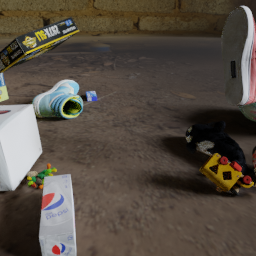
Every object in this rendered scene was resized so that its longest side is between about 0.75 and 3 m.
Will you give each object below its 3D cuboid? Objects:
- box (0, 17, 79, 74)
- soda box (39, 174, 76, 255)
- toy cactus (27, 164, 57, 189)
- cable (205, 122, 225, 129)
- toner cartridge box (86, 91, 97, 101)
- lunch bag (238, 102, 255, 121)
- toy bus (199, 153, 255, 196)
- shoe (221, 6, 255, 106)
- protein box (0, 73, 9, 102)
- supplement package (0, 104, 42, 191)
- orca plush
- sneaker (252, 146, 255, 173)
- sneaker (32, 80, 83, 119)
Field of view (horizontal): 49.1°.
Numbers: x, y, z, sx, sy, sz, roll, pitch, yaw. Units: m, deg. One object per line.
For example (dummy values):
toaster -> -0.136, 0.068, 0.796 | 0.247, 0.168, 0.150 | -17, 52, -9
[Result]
box -> -2.872, -2.604, 8.780 | 1.808, 0.559, 2.265 | -15, 21, 43
soda box -> -1.401, 1.709, 5.651 | 0.605, 0.651, 1.906 | -5, 24, -11
toy cactus -> -2.306, 1.214, 7.204 | 0.767, 0.475, 0.929 | 2, 30, 30
cable -> 3.246, -0.041, 10.379 | 0.769, 0.195, 0.627 | -4, 23, -10
toner cartridge box -> -1.842, -1.599, 14.028 | 0.484, 0.220, 1.019 | -5, 23, -11
lunch bag -> 5.736, -0.838, 10.440 | 2.707, 1.650, 2.306 | -11, 26, -38
toy bus -> 2.364, 1.221, 6.727 | 0.696, 1.271, 1.347 | -49, 32, -1
shoe -> 2.937, -1.707, 6.782 | 1.042, 2.290, 0.818 | -10, 13, -24
protein box -> -7.537, -1.890, 12.193 | 2.944, 1.986, 2.923 | 5, 23, 24
supplement package -> -3.756, 0.442, 7.345 | 2.157, 1.587, 2.063 | -2, 23, 4
orca plush -> 2.566, 0.311, 8.240 | 1.511, 1.021, 2.872 | 2, 18, -4
sneaker -> 4.300, 1.109, 7.092 | 2.162, 0.722, 1.159 | 12, 34, 15
sneaker -> -2.459, -1.200, 11.964 | 1.907, 1.162, 2.921 | 7, 33, 22
